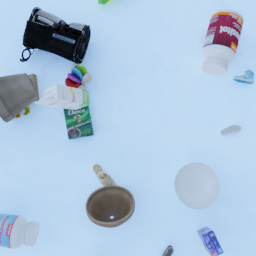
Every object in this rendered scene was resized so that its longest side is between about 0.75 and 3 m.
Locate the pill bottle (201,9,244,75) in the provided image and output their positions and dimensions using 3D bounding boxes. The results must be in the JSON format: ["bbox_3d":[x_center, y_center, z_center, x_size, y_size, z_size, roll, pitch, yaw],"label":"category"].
[{"bbox_3d":[3.715,-3.369,11.199,1.320,1.320,2.337,16,81,3],"label":"pill bottle"}]

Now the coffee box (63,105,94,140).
[{"bbox_3d":[-2.003,-0.447,11.143,1.035,0.370,1.683,-10,80,-2],"label":"coffee box"}]

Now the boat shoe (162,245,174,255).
[{"bbox_3d":[1.436,4.641,10.278,0.286,0.281,0.767,31,102,-3],"label":"boat shoe"}]

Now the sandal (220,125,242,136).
[{"bbox_3d":[4.074,0.092,11.150,0.841,0.207,0.342,-14,65,10],"label":"sandal"}]

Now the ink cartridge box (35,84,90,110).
[{"bbox_3d":[-2.366,-1.118,10.129,1.710,1.001,0.576,6,76,-43],"label":"ink cartridge box"}]

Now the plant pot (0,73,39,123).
[{"bbox_3d":[-4.287,-1.288,10.536,1.514,1.745,1.745,-26,81,-12],"label":"plant pot"}]

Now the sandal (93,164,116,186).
[{"bbox_3d":[-0.927,1.895,10.704,0.449,0.403,1.225,-40,82,-7],"label":"sandal"}]

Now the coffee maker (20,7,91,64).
[{"bbox_3d":[-2.851,-3.397,11.277,2.271,1.529,2.181,22,115,5],"label":"coffee maker"}]

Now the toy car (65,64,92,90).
[{"bbox_3d":[-2.066,-1.921,11.010,1.012,0.867,1.156,40,115,16],"label":"toy car"}]

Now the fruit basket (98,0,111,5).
[{"bbox_3d":[-0.766,-6.121,11.816,1.809,1.305,1.809,4,65,-8],"label":"fruit basket"}]

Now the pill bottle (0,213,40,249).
[{"bbox_3d":[-4.325,3.669,10.015,2.069,1.125,1.125,6,80,1],"label":"pill bottle"}]

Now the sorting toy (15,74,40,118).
[{"bbox_3d":[-4.262,-1.311,11.353,1.271,0.228,1.705,-10,80,1],"label":"sorting toy"}]

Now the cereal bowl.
[{"bbox_3d":[2.517,2.155,10.504,1.693,0.705,1.693,0,79,0],"label":"cereal bowl"}]

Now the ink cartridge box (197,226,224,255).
[{"bbox_3d":[2.921,4.030,9.925,0.447,1.170,0.798,-24,81,-4],"label":"ink cartridge box"}]

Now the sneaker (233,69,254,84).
[{"bbox_3d":[4.742,-2.152,11.477,0.888,0.353,0.580,10,82,-8],"label":"sneaker"}]

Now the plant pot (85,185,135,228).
[{"bbox_3d":[-0.614,2.956,10.047,1.757,1.757,0.811,-2,123,0],"label":"plant pot"}]
